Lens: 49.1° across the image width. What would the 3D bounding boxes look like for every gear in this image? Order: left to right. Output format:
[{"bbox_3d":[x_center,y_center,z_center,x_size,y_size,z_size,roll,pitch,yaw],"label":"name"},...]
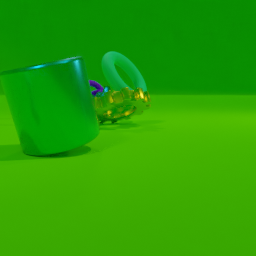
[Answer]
[{"bbox_3d":[-0.255,-0.598,7.931,1.808,0.334,1.808,-13,-15,-3],"label":"gear"}]

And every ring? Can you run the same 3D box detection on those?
[{"bbox_3d":[-0.089,-1.600,8.811,0.372,1.861,1.861,-35,-12,30],"label":"ring"}]

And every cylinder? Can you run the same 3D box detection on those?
[{"bbox_3d":[-1.221,-0.389,4.543,1.300,1.300,1.300,-10,16,3],"label":"cylinder"}]

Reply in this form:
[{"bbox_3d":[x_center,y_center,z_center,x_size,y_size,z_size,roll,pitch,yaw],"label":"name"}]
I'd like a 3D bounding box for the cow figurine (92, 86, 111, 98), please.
[{"bbox_3d":[-0.859,-0.707,9.606,1.576,1.551,0.865,35,-46,-25],"label":"cow figurine"}]

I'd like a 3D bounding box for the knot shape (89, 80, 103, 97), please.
[{"bbox_3d":[-1.327,-1.094,10.974,1.471,1.572,0.726,30,-24,24],"label":"knot shape"}]
